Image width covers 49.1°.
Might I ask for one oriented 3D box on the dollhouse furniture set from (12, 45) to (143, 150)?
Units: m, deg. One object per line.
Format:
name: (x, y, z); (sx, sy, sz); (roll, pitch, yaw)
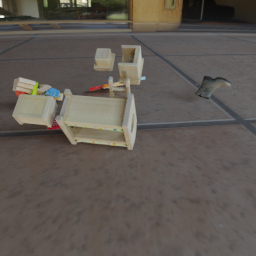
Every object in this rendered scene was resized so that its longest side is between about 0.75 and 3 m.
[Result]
dollhouse furniture set: (-1.114, -0.895, 7.599); (2.792, 1.552, 2.469); (6, 64, 9)

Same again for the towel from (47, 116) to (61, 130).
towel: (-2.300, -0.178, 9.020); (0.618, 0.096, 0.855); (-7, 26, -15)

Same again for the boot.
boot: (3.160, -1.433, 10.388); (0.441, 0.852, 1.304); (27, -3, -36)

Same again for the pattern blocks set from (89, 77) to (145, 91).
pattern blocks set: (-0.401, -1.801, 11.460); (2.048, 0.166, 1.800); (-3, 13, 46)

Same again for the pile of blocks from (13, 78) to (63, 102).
pile of blocks: (-2.932, -1.086, 9.551); (0.893, 0.676, 2.176); (6, -5, 30)
